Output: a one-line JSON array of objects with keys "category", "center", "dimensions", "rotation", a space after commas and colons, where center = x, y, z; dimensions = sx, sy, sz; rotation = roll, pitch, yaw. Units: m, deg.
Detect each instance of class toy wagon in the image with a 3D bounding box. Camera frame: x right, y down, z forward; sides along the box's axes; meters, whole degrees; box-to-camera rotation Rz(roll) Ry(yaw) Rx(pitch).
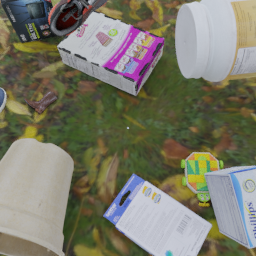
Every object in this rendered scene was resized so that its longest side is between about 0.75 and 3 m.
[{"category": "toy wagon", "center": [2.131, 1.434, 7.919], "dimensions": [1.175, 0.300, 1.515], "rotation": [1, 64, 1]}]

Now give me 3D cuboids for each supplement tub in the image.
[{"category": "supplement tub", "center": [2.864, -2.320, 7.121], "dimensions": [2.932, 2.121, 2.121], "rotation": [-7, 65, -4]}]

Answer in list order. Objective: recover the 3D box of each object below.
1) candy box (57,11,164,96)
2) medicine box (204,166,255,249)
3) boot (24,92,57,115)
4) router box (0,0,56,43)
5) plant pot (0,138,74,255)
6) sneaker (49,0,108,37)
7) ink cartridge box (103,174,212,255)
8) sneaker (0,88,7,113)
[{"category": "candy box", "center": [-0.549, -2.608, 9.498], "dimensions": [2.974, 0.907, 2.028], "rotation": [27, 67, 12]}, {"category": "medicine box", "center": [2.707, 1.783, 6.754], "dimensions": [0.900, 1.749, 1.593], "rotation": [-12, 82, -5]}, {"category": "boot", "center": [-2.814, -0.950, 9.067], "dimensions": [0.787, 0.271, 0.845], "rotation": [39, 73, 3]}, {"category": "router box", "center": [-3.239, -3.852, 9.499], "dimensions": [1.487, 1.985, 0.617], "rotation": [-14, 71, -7]}, {"category": "plant pot", "center": [-2.441, 1.666, 6.809], "dimensions": [2.573, 2.573, 2.355], "rotation": [10, 53, 5]}, {"category": "sneaker", "center": [-1.084, -3.537, 7.542], "dimensions": [1.132, 2.939, 1.203], "rotation": [33, 25, -24]}, {"category": "ink cartridge box", "center": [0.750, 2.462, 7.323], "dimensions": [2.451, 0.514, 1.462], "rotation": [33, 69, 11]}, {"category": "sneaker", "center": [-4.622, -0.554, 8.541], "dimensions": [0.788, 0.888, 2.101], "rotation": [29, 67, 13]}]
